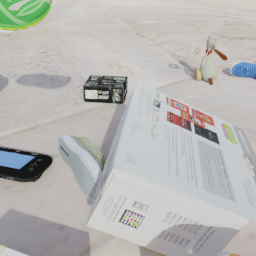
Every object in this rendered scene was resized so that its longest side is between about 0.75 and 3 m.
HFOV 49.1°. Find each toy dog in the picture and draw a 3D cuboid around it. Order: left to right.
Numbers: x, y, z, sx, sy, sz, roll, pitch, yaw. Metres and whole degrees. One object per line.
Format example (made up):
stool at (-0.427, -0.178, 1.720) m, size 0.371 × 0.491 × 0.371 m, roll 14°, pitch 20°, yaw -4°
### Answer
toy dog at (2.884, -2.245, 9.870) m, size 1.182 × 1.792 × 0.863 m, roll -24°, pitch 47°, yaw 8°

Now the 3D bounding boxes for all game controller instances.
game controller at (-2.489, 0.703, 5.789) m, size 1.753 × 0.369 × 0.915 m, roll 8°, pitch 31°, yaw 13°

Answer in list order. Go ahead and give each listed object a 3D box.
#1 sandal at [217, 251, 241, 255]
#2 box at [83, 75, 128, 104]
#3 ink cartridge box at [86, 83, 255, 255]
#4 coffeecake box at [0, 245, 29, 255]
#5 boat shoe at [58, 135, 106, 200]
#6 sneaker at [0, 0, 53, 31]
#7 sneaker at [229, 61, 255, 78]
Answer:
sandal at (0.721, 1.646, 2.534) m, size 2.798 × 0.802 × 1.072 m, roll -17°, pitch 16°, yaw 42°
box at (-0.696, -1.262, 9.009) m, size 1.282 × 0.552 × 1.050 m, roll 3°, pitch 30°, yaw 5°
ink cartridge box at (0.905, 0.659, 4.746) m, size 2.444 × 1.168 × 2.784 m, roll 22°, pitch 31°, yaw -4°
coffeecake box at (-1.507, 2.217, 2.545) m, size 1.613 × 0.768 × 2.101 m, roll 9°, pitch 25°, yaw 19°
boat shoe at (-0.778, 0.636, 5.553) m, size 0.653 × 0.758 × 2.106 m, roll -11°, pitch 30°, yaw -28°
sneaker at (-2.128, -1.980, 3.962) m, size 2.095 × 0.776 × 0.875 m, roll 3°, pitch -14°, yaw -23°
sneaker at (4.683, -2.138, 10.492) m, size 1.548 × 0.594 × 0.861 m, roll 2°, pitch 21°, yaw -10°
